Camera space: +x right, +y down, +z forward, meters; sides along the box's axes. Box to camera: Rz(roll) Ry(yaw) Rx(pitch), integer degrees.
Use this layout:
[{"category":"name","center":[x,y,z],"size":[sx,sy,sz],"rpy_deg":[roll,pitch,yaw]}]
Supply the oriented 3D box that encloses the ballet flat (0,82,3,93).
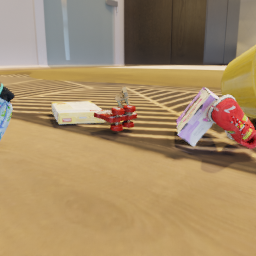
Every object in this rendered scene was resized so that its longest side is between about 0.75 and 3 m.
[{"category":"ballet flat","center":[-2.728,-0.056,4.573],"size":[0.670,1.852,0.628],"rpy_deg":[24,13,-29]}]

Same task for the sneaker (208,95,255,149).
[{"category":"sneaker","center":[2.296,-0.086,5.798],"size":[1.726,0.665,0.733],"rpy_deg":[31,14,-41]}]

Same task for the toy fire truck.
[{"category":"toy fire truck","center":[-0.299,-0.341,7.518],"size":[1.011,0.567,0.849],"rpy_deg":[-14,27,-43]}]

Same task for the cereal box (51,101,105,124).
[{"category":"cereal box","center":[-1.655,-0.523,9.000],"size":[1.398,0.384,1.944],"rpy_deg":[-3,16,-20]}]

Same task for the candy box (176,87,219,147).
[{"category":"candy box","center":[1.716,-0.324,6.754],"size":[0.497,1.166,1.389],"rpy_deg":[37,17,-2]}]

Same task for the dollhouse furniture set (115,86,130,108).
[{"category":"dollhouse furniture set","center":[-0.255,-1.182,9.434],"size":[0.455,0.818,0.723],"rpy_deg":[-15,58,2]}]

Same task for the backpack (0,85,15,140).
[{"category":"backpack","center":[-2.836,-0.152,5.429],"size":[1.566,1.204,1.278],"rpy_deg":[-52,28,-10]}]

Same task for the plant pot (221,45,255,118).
[{"category":"plant pot","center":[4.275,-1.362,7.887],"size":[2.963,2.963,2.787],"rpy_deg":[-5,2,-19]}]
